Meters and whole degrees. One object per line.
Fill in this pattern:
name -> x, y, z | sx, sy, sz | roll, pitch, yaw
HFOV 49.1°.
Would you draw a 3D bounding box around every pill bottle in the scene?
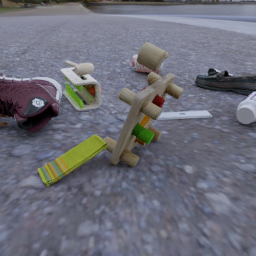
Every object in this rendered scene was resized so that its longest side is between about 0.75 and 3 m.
pill bottle -> 3.424, -0.541, 7.716 | 0.647, 0.647, 1.162 | 20, 35, 34

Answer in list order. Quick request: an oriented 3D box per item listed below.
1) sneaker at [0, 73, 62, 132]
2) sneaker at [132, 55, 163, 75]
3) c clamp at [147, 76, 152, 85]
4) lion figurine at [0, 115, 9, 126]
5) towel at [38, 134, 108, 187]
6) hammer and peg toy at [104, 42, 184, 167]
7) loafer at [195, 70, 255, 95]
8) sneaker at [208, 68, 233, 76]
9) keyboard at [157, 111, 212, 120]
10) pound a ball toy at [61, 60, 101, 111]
sneaker -> -2.978, -0.564, 6.893 | 2.694, 1.019, 1.556 | -5, 46, -12
sneaker -> 0.756, -2.711, 12.035 | 1.076, 0.775, 2.058 | -3, 20, -13
c clamp -> 1.083, -1.805, 10.948 | 0.899, 0.143, 1.053 | 11, 26, 10
lion figurine -> -3.683, -0.365, 7.520 | 0.884, 0.523, 1.444 | -5, 25, -18
towel -> -1.095, 0.584, 5.532 | 1.395, 0.126, 0.601 | -33, 37, -18
hammer and peg toy -> 0.472, -0.507, 5.761 | 0.863, 2.449, 1.801 | 32, 35, 14
loafer -> 3.666, -1.766, 10.086 | 2.484, 0.781, 0.892 | 16, 30, 29
sneaker -> 3.764, -2.075, 11.266 | 0.657, 0.431, 1.141 | -4, 33, -28
keyboard -> 1.588, -0.371, 8.072 | 1.598, 0.085, 0.450 | -3, 21, -6
pound a ball toy -> -1.425, -1.519, 8.822 | 0.949, 1.457, 2.234 | -12, 28, -23
